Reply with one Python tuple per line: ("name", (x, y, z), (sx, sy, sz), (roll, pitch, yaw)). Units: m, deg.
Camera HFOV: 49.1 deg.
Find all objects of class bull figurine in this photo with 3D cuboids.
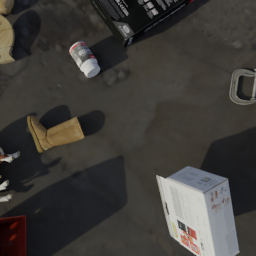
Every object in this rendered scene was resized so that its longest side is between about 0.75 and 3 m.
("bull figurine", (-3.408, 0.968, 6.969), (1.147, 0.615, 1.889), (2, 75, 1))

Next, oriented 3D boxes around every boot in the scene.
("boot", (-1.892, -0.014, 7.365), (1.225, 0.405, 1.073), (-22, 89, -5))

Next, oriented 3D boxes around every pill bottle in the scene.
("pill bottle", (-1.183, -1.895, 7.786), (0.518, 0.518, 0.910), (-32, 77, -8))

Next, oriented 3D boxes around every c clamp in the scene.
("c clamp", (3.383, -1.169, 7.775), (1.065, 0.169, 1.246), (19, 76, 5))

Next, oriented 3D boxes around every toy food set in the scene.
("toy food set", (-4.212, -3.170, 8.213), (1.817, 0.450, 2.858), (-5, 83, -1))

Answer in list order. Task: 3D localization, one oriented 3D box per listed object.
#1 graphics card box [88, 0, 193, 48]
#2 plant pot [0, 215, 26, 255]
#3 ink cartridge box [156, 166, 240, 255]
("graphics card box", (0.498, -3.850, 8.035), (2.860, 0.727, 1.794), (-37, 92, -10))
("plant pot", (-3.134, 2.714, 6.232), (1.156, 1.310, 1.311), (-9, 75, 9))
("ink cartridge box", (1.481, 1.817, 6.140), (0.732, 1.532, 1.745), (-21, 106, -27))
